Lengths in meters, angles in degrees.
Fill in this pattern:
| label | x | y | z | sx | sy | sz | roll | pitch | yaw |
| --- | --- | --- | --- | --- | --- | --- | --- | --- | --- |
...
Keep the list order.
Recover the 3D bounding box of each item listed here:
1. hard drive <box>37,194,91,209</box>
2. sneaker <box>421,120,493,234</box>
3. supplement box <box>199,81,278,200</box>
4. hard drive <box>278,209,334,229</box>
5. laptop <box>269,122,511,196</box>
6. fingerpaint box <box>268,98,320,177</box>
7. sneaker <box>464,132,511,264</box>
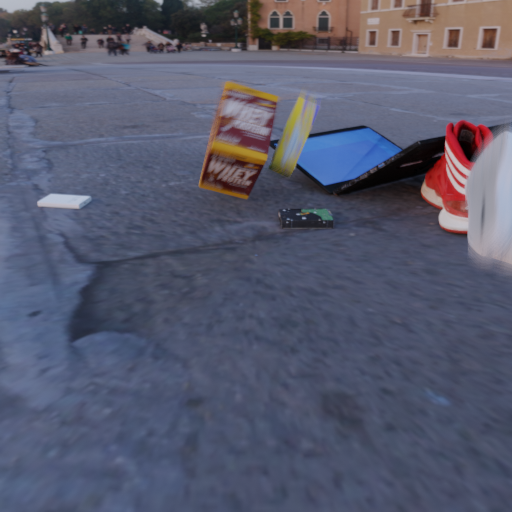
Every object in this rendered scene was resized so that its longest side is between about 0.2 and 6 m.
| label | x | y | z | sx | sy | sz | roll | pitch | yaw |
| --- | --- | --- | --- | --- | --- | --- | --- | --- | --- |
| hard drive | -3.923 | -1.119 | 11.490 | 0.886 | 0.116 | 0.584 | 4 | 24 | 9 |
| sneaker | 4.002 | -1.757 | 10.765 | 1.254 | 1.849 | 3.200 | 2 | 24 | 3 |
| supplement box | -0.374 | -2.246 | 11.100 | 1.049 | 1.580 | 1.558 | 14 | 66 | -9 |
| hard drive | 0.924 | -0.694 | 10.419 | 0.977 | 0.185 | 0.683 | -2 | 23 | -2 |
| laptop | 2.937 | -2.708 | 12.510 | 3.522 | 2.053 | 3.974 | -18 | -6 | -34 |
| fingerpaint box | 0.780 | -2.493 | 11.927 | 0.523 | 1.427 | 1.190 | 23 | 0 | -3 |
| sneaker | 2.908 | -0.638 | 6.505 | 0.714 | 0.737 | 2.018 | 31 | 52 | -8 |
